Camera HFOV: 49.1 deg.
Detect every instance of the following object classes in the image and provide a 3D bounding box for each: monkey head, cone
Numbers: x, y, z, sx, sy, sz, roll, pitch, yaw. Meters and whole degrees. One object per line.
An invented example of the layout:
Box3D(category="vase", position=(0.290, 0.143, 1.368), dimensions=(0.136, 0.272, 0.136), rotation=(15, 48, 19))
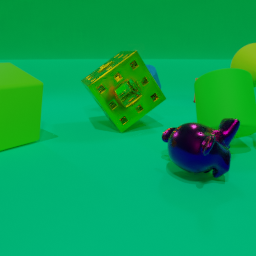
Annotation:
Box3D(category="monkey head", position=(1.113, 0.174, 4.184), dimensions=(0.898, 1.072, 1.490), rotation=(31, -4, -16))
Box3D(category="cone", position=(2.693, -1.156, 5.592), dimensions=(0.960, 0.960, 0.963), rotation=(0, 22, -1))

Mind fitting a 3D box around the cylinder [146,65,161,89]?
Box3D(category="cylinder", position=(0.798, -1.929, 11.545), dimensions=(0.969, 0.969, 0.969), rotation=(-12, 49, 14))

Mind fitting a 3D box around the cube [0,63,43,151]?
Box3D(category="cube", position=(-2.647, -0.447, 5.566), dimensions=(1.320, 1.320, 1.320), rotation=(30, 31, 32))

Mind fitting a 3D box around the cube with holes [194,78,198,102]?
Box3D(category="cube with holes", position=(3.149, -1.425, 10.624), dimensions=(0.903, 0.903, 0.903), rotation=(12, 18, 38))

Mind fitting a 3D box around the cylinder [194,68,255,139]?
Box3D(category="cylinder", position=(1.875, -0.423, 5.417), dimensions=(1.095, 1.095, 1.095), rotation=(-1, -16, 0))

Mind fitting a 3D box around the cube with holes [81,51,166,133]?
Box3D(category="cube with holes", position=(-0.162, -0.968, 7.034), dimensions=(1.360, 1.360, 1.360), rotation=(-37, 21, -4))

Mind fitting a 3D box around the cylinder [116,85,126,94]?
Box3D(category="cylinder", position=(-0.107, -1.331, 9.290), dimensions=(1.015, 1.015, 1.015), rotation=(10, 24, 33))
